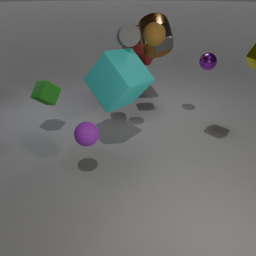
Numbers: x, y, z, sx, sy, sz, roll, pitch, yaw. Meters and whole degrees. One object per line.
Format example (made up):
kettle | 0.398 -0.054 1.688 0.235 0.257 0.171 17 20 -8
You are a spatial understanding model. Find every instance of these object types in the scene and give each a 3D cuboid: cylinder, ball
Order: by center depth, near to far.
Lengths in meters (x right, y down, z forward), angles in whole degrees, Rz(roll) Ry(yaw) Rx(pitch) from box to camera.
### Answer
ball | -1.171 0.172 7.917 0.700 0.700 0.700 0 28 0
ball | 0.813 -2.904 8.666 0.700 0.700 0.700 0 28 0
cylinder | 0.009 -2.989 9.093 0.700 0.700 0.700 -4 15 -8
ball | 3.235 -2.686 11.310 0.700 0.700 0.700 0 28 0
cylinder | 1.214 -4.096 12.479 1.400 1.400 1.400 -4 67 -8

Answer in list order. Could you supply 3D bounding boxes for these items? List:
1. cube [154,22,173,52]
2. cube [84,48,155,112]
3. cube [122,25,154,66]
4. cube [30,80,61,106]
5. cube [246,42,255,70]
cube | 1.263 -3.361 10.396 0.700 0.700 0.700 -12 67 7
cube | -0.291 -1.580 9.154 1.400 1.400 1.400 -25 77 -48
cube | 0.639 -4.307 14.602 1.400 1.400 1.400 2 56 -25
cube | -3.028 -1.291 10.342 0.700 0.700 0.700 8 -15 43
cube | 4.019 -2.121 8.254 0.700 0.700 0.700 35 4 32
